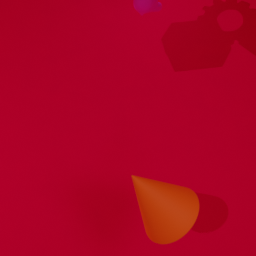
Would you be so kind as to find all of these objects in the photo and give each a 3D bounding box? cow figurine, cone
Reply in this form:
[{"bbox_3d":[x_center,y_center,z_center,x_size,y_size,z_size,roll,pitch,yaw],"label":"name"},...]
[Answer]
[{"bbox_3d":[0.294,-3.188,6.267,0.712,1.298,1.277,31,40,33],"label":"cow figurine"},{"bbox_3d":[0.369,1.023,4.231,1.015,1.011,1.011,47,71,-24],"label":"cone"}]
